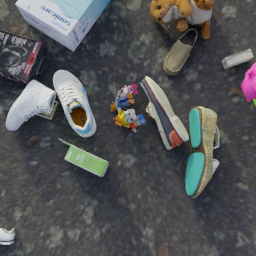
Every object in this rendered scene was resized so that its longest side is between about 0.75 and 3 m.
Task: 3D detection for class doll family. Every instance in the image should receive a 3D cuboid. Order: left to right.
[{"bbox_3d":[-0.148,-0.646,9.362,0.765,1.053,1.697,-5,78,-34],"label":"doll family"}]

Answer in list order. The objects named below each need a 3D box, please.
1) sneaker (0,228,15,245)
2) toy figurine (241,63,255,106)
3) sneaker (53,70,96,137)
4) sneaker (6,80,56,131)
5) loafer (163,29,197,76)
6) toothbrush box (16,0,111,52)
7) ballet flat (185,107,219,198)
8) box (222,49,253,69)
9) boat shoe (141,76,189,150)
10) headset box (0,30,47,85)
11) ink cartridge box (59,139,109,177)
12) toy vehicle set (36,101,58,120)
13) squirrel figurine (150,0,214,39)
[{"bbox_3d":[-4.184,3.411,8.909,1.112,0.425,0.447,6,88,-12],"label":"sneaker"},{"bbox_3d":[4.486,-1.021,8.026,2.828,2.603,2.123,43,118,36],"label":"toy figurine"},{"bbox_3d":[-1.798,-0.923,9.376,0.955,1.009,2.497,-28,80,-3],"label":"sneaker"},{"bbox_3d":[-3.166,-0.596,9.343,1.090,0.695,1.886,27,81,8],"label":"sneaker"},{"bbox_3d":[1.844,-2.743,9.870,0.723,0.641,1.901,26,81,4],"label":"loafer"},{"bbox_3d":[-2.062,-4.608,9.874,2.157,1.257,2.946,32,82,5],"label":"toothbrush box"},{"bbox_3d":[2.508,0.788,9.149,1.053,1.053,2.980,4,81,1],"label":"ballet flat"},{"bbox_3d":[3.875,-2.445,9.933,0.976,0.401,0.334,-20,87,-5],"label":"box"},{"bbox_3d":[1.064,-0.518,9.386,0.802,0.912,2.563,-32,84,27],"label":"boat shoe"},{"bbox_3d":[-3.864,-2.418,9.755,1.968,0.760,1.465,17,81,2],"label":"headset box"},{"bbox_3d":[-1.509,0.993,9.092,1.739,0.903,0.516,25,80,4],"label":"ink cartridge box"},{"bbox_3d":[-3.052,-0.771,9.786,1.067,0.141,0.663,18,81,3],"label":"toy vehicle set"},{"bbox_3d":[1.862,-4.421,9.923,2.098,1.591,2.248,1,66,11],"label":"squirrel figurine"}]
